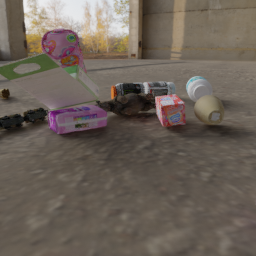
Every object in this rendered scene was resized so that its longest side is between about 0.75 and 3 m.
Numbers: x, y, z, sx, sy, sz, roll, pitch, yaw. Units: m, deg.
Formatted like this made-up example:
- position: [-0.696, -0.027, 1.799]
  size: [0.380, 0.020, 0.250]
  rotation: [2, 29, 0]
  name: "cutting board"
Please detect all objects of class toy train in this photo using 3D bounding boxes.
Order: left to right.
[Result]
- position: [-4.010, -0.224, 9.628]
  size: [0.678, 0.505, 2.960]
  rotation: [-2, 13, 38]
  name: "toy train"

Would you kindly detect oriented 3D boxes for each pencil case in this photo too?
- position: [-2.082, -2.182, 9.663]
  size: [1.254, 1.254, 2.868]
  rotation: [0, -16, -1]
  name: "pencil case"

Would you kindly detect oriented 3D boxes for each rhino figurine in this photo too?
- position: [-0.219, -0.911, 11.164]
  size: [2.842, 0.850, 1.243]
  rotation: [-8, 8, -18]
  name: "rhino figurine"

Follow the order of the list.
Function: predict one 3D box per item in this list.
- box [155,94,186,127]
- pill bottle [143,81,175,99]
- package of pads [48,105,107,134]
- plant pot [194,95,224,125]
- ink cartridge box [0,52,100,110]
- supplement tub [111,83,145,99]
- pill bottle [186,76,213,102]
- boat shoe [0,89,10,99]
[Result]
- position: [1.486, -0.658, 10.041]
  size: [0.824, 0.760, 1.605]
  rotation: [-7, 18, -1]
  name: "box"
- position: [1.579, -1.942, 14.448]
  size: [1.569, 0.893, 0.893]
  rotation: [-5, 18, -19]
  name: "pill bottle"
- position: [-1.722, -0.323, 9.539]
  size: [1.804, 0.682, 1.087]
  rotation: [-11, 17, -31]
  name: "package of pads"
- position: [2.844, -0.517, 9.522]
  size: [1.011, 1.011, 1.079]
  rotation: [1, 19, 3]
  name: "plant pot"
- position: [-2.344, -1.489, 8.506]
  size: [1.941, 0.639, 2.667]
  rotation: [-8, -28, 23]
  name: "ink cartridge box"
- position: [-0.012, -1.707, 13.601]
  size: [1.542, 0.945, 0.945]
  rotation: [-3, 17, -13]
  name: "supplement tub"
- position: [3.518, -1.884, 13.815]
  size: [1.145, 1.145, 2.067]
  rotation: [2, 17, 7]
  name: "pill bottle"
- position: [-6.532, -1.754, 14.571]
  size: [0.485, 0.536, 1.504]
  rotation: [-11, 12, -10]
  name: "boat shoe"
